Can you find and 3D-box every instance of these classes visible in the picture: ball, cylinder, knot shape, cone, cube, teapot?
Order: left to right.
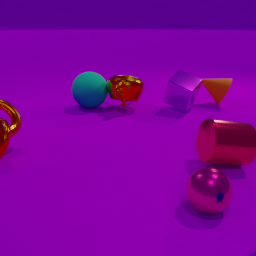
[{"bbox_3d":[-3.002,0.117,6.080,1.537,0.710,1.438,-30,56,-22],"label":"knot shape"},{"bbox_3d":[-1.289,-1.286,9.531,1.225,1.225,1.225,0,21,0],"label":"ball"},{"bbox_3d":[-0.078,-1.209,9.352,1.258,0.991,2.024,7,3,14],"label":"teapot"},{"bbox_3d":[1.809,-1.230,9.260,0.868,0.868,0.868,28,48,19],"label":"cube"},{"bbox_3d":[1.273,0.978,4.407,0.719,0.719,0.719,0,21,0],"label":"ball"},{"bbox_3d":[2.977,-1.519,9.955,1.008,1.004,1.004,27,25,3],"label":"cone"},{"bbox_3d":[1.993,0.292,5.728,0.905,0.905,0.905,6,20,-11],"label":"cylinder"}]
